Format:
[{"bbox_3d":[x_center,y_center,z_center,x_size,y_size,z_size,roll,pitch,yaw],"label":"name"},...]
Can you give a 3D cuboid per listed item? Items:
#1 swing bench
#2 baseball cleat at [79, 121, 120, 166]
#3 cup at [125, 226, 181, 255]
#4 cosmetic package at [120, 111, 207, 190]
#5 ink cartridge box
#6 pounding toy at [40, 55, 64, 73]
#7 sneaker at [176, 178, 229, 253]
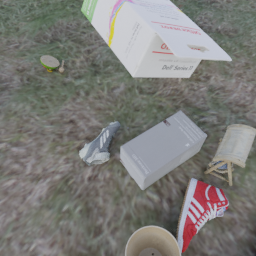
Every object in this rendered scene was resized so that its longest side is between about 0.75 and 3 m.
[{"bbox_3d":[2.759,0.665,7.539,0.798,1.230,1.223,25,58,17],"label":"swing bench"},{"bbox_3d":[-0.655,0.497,8.165,1.542,0.538,0.821,-42,70,-15],"label":"baseball cleat"},{"bbox_3d":[0.520,2.870,6.185,1.175,0.840,1.175,0,55,-1],"label":"cup"},{"bbox_3d":[0.943,0.591,7.777,2.168,0.978,1.158,-30,63,-23],"label":"cosmetic package"},{"bbox_3d":[0.445,-1.809,5.353,1.613,0.927,2.754,-8,52,-38],"label":"ink cartridge box"},{"bbox_3d":[-2.797,-2.260,10.235,0.882,0.409,0.681,12,42,-25],"label":"pounding toy"},{"bbox_3d":[1.815,2.175,6.785,1.090,0.690,1.937,15,53,14],"label":"sneaker"}]
